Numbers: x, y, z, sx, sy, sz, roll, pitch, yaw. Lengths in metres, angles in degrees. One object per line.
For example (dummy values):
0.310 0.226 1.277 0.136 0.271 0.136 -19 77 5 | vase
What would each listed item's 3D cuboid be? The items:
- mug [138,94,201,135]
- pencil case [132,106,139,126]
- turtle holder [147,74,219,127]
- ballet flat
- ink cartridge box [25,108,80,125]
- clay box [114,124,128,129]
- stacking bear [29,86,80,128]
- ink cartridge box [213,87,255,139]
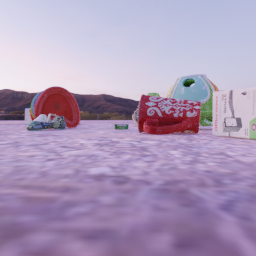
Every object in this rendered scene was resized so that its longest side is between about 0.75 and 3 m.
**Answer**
1.077 -0.190 7.325 1.549 1.375 1.034 5 -33 11 | mug
0.688 -0.585 14.038 0.871 1.001 2.238 -1 1 -1 | pencil case
2.206 -0.935 10.490 1.997 1.866 2.628 -5 0 -42 | turtle holder
-2.752 -0.206 9.457 0.610 0.610 1.642 1 3 28 | ballet flat
-4.113 -0.610 15.613 1.574 0.911 2.710 2 2 39 | ink cartridge box
-0.255 -0.061 10.300 0.498 0.206 0.867 1 3 -4 | clay box
-3.344 -0.716 11.730 1.751 1.640 2.884 -1 -3 -30 | stacking bear
2.383 -0.292 5.709 0.571 0.989 1.360 -1 2 -24 | ink cartridge box
